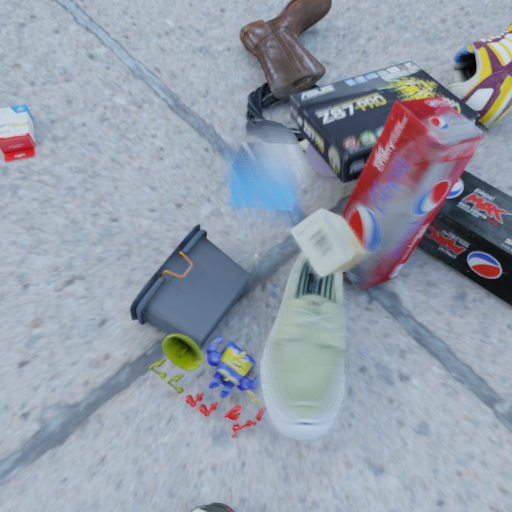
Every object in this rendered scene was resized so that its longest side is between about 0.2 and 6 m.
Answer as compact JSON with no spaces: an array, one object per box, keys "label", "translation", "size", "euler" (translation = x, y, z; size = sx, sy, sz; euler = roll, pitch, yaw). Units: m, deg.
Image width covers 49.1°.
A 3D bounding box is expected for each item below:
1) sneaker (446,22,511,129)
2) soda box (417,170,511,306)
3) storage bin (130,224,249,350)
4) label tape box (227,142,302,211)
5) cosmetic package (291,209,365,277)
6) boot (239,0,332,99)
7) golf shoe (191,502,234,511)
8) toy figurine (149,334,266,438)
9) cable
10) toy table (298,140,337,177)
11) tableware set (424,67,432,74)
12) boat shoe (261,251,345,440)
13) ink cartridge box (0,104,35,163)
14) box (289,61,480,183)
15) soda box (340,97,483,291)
[{"label":"sneaker","translation":[4.927,-4.160,11.592],"size":[1.421,1.182,3.154],"euler":[30,63,-3]},{"label":"soda box","translation":[3.639,-0.542,9.701],"size":[3.507,1.241,1.111],"euler":[36,65,19]},{"label":"storage bin","translation":[-0.995,0.573,9.207],"size":[1.233,1.336,1.836],"euler":[34,66,6]},{"label":"label tape box","translation":[0.147,-1.174,8.032],"size":[0.930,0.408,1.289],"euler":[4,36,8]},{"label":"cosmetic package","translation":[0.983,-0.164,7.341],"size":[0.491,1.382,0.727],"euler":[-35,82,15]},{"label":"boot","translation":[1.024,-4.444,11.845],"size":[2.323,0.800,2.492],"euler":[-27,50,1]},{"label":"golf shoe","translation":[0.104,4.474,7.003],"size":[3.051,1.344,1.178],"euler":[41,68,18]},{"label":"toy figurine","translation":[-0.581,1.770,8.832],"size":[1.870,0.986,1.120],"euler":[38,31,1]},{"label":"cable","translation":[0.820,-2.920,11.508],"size":[2.049,0.521,1.672],"euler":[5,57,6]},{"label":"toy table","translation":[1.311,-2.097,10.733],"size":[1.005,1.093,0.640],"euler":[-11,52,12]},{"label":"tableware set","translation":[3.024,-2.891,11.505],"size":[2.022,0.405,1.337],"euler":[-26,76,-7]},{"label":"boat shoe","translation":[0.745,1.024,8.404],"size":[1.223,1.054,3.398],"euler":[5,43,3]},{"label":"ink cartridge box","translation":[-4.847,-2.468,11.268],"size":[0.647,0.375,1.114],"euler":[-13,63,-7]},{"label":"box","translation":[2.183,-2.424,9.865],"size":[2.595,0.637,2.092],"euler":[-19,47,-12]},{"label":"soda box","translation":[2.198,-0.891,8.797],"size":[0.969,3.057,1.070],"euler":[-15,54,-32]}]
